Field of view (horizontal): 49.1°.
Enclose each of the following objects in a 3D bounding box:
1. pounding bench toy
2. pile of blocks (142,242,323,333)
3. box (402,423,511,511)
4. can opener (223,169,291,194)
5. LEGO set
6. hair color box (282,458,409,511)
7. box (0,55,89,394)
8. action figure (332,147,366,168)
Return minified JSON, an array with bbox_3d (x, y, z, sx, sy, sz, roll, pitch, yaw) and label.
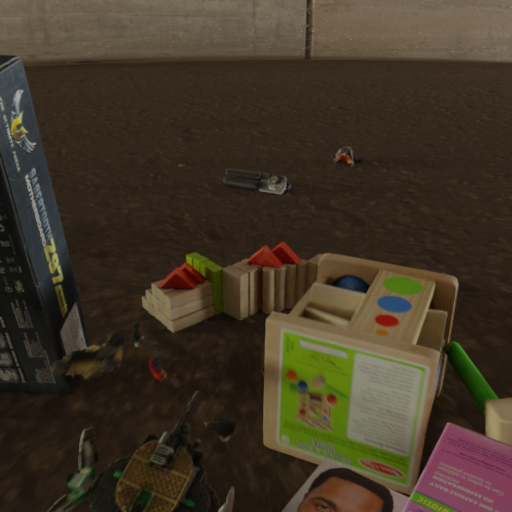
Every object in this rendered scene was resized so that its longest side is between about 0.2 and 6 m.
[{"bbox_3d":[1.599,1.146,5.853,2.494,1.549,1.945,11,26,23],"label":"pounding bench toy"},{"bbox_3d":[-0.124,0.243,8.479,3.187,0.990,1.308,-6,26,-14],"label":"pile of blocks"},{"bbox_3d":[1.397,2.176,3.968,0.683,1.243,1.413,15,30,29],"label":"box"},{"bbox_3d":[0.031,-1.804,13.785,1.672,0.446,0.559,12,-5,26],"label":"can opener"},{"bbox_3d":[-0.986,1.801,5.051,1.689,0.737,2.601,-10,44,-3],"label":"LEGO set"},{"bbox_3d":[0.466,2.420,4.303,0.874,0.528,1.723,15,28,32],"label":"hair color box"},{"bbox_3d":[-3.652,-0.162,6.021,2.968,3.764,0.960,0,33,3],"label":"box"},{"bbox_3d":[2.624,-2.815,15.759,0.958,0.501,0.927,4,34,8],"label":"action figure"}]
